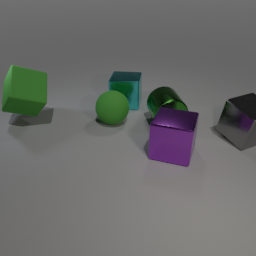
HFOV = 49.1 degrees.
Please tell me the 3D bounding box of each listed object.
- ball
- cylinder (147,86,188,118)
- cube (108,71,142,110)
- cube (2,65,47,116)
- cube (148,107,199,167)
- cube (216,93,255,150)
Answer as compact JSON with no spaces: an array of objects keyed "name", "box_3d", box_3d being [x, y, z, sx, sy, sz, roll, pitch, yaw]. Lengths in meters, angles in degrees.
[{"name":"ball","box_3d":[-0.648,-0.852,11.620,1.400,1.400,1.400,0,29,0]},{"name":"cylinder","box_3d":[1.593,-0.806,11.504,1.400,1.400,1.400,-5,31,-8]},{"name":"cube","box_3d":[-0.102,-1.801,13.328,1.400,1.400,1.400,4,29,6]},{"name":"cube","box_3d":[-4.136,-1.438,11.210,1.400,1.400,1.400,8,65,-33]},{"name":"cube","box_3d":[1.578,0.264,9.649,1.400,1.400,1.400,10,31,17]},{"name":"cube","box_3d":[4.408,-0.268,10.359,1.400,1.400,1.400,-15,44,-25]}]
